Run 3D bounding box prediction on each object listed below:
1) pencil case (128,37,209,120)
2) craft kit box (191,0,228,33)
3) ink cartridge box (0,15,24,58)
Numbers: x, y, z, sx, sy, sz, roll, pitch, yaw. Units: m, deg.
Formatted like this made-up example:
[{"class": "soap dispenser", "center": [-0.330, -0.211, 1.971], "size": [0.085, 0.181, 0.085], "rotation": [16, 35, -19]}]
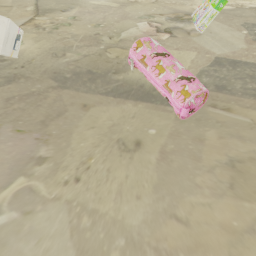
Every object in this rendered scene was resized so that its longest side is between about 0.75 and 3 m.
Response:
[{"class": "pencil case", "center": [0.593, -0.781, 4.302], "size": [0.618, 0.592, 1.429], "rotation": [-43, 66, 5]}, {"class": "craft kit box", "center": [2.036, -3.003, 7.099], "size": [0.225, 0.930, 0.918], "rotation": [23, 38, -22]}, {"class": "ink cartridge box", "center": [-2.885, -1.948, 5.739], "size": [1.190, 0.684, 2.032], "rotation": [16, 7, -16]}]
